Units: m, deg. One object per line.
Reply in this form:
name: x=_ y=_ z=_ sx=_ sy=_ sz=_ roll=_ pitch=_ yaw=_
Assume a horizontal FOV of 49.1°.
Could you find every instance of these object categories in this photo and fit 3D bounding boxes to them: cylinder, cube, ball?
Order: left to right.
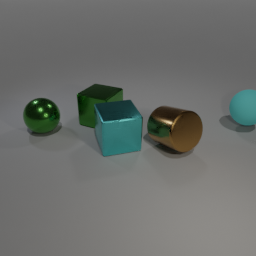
ball: x=-3.351 y=-0.479 z=10.916 sx=1.400 sy=1.400 sz=1.400 roll=0 pitch=29 yaw=0
cube: x=-1.120 y=-0.894 z=11.654 sx=1.400 sy=1.400 sz=1.400 roll=13 pitch=31 yaw=23
cube: x=-0.368 y=-0.034 z=9.986 sx=1.400 sy=1.400 sz=1.400 roll=-8 pitch=33 yaw=-15
cylinder: x=1.606 y=-0.004 z=9.727 sx=1.400 sy=1.400 sz=1.400 roll=-16 pitch=18 yaw=-26
ball: x=4.708 y=-0.800 z=10.967 sx=1.400 sy=1.400 sz=1.400 roll=0 pitch=29 yaw=0
